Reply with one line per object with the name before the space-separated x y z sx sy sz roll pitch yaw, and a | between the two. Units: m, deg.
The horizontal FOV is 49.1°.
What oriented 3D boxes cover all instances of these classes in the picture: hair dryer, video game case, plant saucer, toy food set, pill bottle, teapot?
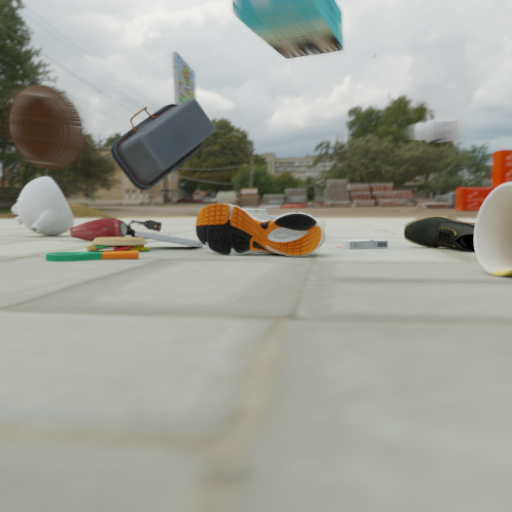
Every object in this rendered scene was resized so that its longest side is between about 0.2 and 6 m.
hair dryer | -3.681 -0.548 14.575 2.241 0.609 1.707 4 -13 -28
video game case | -1.807 -0.349 11.868 1.265 0.139 1.153 9 1 3
plant saucer | -3.813 -2.264 9.977 1.490 1.490 0.257 1 17 15
toy food set | -2.679 -0.212 10.972 1.116 0.271 1.104 -3 6 -43
pill bottle | 3.186 -2.208 9.918 0.650 0.388 0.388 6 7 29
video game case | -1.728 -4.123 13.640 0.148 1.225 1.346 -4 -4 13
teapot | -6.540 -1.355 16.884 1.440 1.946 1.972 -30 -10 -23

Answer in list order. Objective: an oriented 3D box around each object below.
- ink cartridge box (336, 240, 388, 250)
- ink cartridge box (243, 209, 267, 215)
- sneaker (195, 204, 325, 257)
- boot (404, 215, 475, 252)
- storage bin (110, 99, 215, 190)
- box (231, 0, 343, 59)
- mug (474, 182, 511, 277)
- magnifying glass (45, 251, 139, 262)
ink cartridge box | 2.241 -0.256 12.007 0.889 0.194 0.772 -2 6 -18
ink cartridge box | -0.372 -0.714 13.466 0.856 0.852 1.178 3 6 32
sneaker | 0.097 -0.390 10.380 2.497 0.945 1.148 10 1 20
boot | 3.878 -0.429 11.422 1.862 0.721 1.288 1 10 25
storage bin | -1.830 -2.422 11.336 1.920 1.397 1.289 -43 18 -25
box | 0.383 -2.494 5.750 0.753 0.450 1.829 -2 6 19
mug | 3.601 -0.130 6.994 1.193 1.453 1.163 8 -30 -13
magnifying glass | -2.689 -0.001 9.216 1.480 0.166 0.589 0 5 -8
